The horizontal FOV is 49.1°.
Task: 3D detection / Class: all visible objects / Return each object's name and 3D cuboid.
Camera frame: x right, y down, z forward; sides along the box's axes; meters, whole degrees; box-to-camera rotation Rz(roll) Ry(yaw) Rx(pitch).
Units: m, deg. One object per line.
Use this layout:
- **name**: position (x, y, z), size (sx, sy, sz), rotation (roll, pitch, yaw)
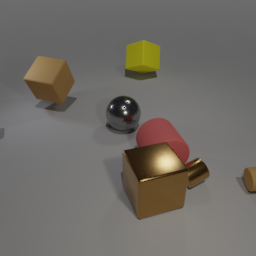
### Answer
- **cube**: position (-3.402, -2.103, 12.308), size (1.400, 1.400, 1.400), rotation (12, 61, 16)
- **cylinder**: position (1.113, 0.588, 9.281), size (1.400, 1.400, 1.400), rotation (-8, 33, -13)
- **cube**: position (0.711, 1.434, 7.910), size (1.400, 1.400, 1.400), rotation (-10, 33, -16)
- **cube**: position (0.853, -4.031, 16.017), size (1.400, 1.400, 1.400), rotation (4, -2, -43)
- **ball**: position (-0.184, -0.588, 11.142), size (1.400, 1.400, 1.400), rotation (0, 31, 0)
- **cylinder**: position (1.999, 1.373, 8.566), size (0.700, 0.700, 0.700), rotation (-27, 38, -14)
- **cylinder**: position (3.886, 1.484, 8.257), size (0.700, 0.700, 0.700), rotation (-6, 31, 1)
